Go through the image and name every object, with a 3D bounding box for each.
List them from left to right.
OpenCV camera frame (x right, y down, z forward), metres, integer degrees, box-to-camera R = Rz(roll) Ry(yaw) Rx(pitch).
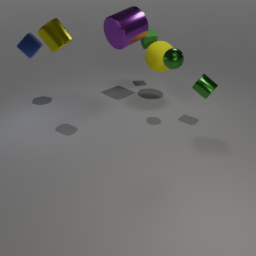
[{"bbox_3d":[-3.993,-3.370,11.443,0.700,0.700,0.700,-44,22,9],"label":"cube"},{"bbox_3d":[-2.037,-2.573,7.837,0.700,0.700,0.700,-33,17,12],"label":"cylinder"},{"bbox_3d":[-0.086,-4.249,11.909,1.400,1.400,1.400,-35,42,-27],"label":"cylinder"},{"bbox_3d":[1.048,-4.457,13.978,0.700,0.700,0.700,-7,49,-8],"label":"cube"},{"bbox_3d":[1.490,-3.312,13.019,1.400,1.400,1.400,0,29,0],"label":"ball"},{"bbox_3d":[1.526,-2.323,9.405,0.700,0.700,0.700,0,29,0],"label":"ball"},{"bbox_3d":[2.926,-1.573,10.657,0.700,0.700,0.700,42,41,8],"label":"cylinder"}]
